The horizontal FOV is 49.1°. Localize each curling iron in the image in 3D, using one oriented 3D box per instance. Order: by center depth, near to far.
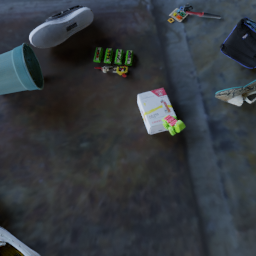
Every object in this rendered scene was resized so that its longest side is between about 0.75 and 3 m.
[{"bbox_3d":[3.261,-5.114,12.385,1.754,0.224,0.435,16,108,2],"label":"curling iron"}]

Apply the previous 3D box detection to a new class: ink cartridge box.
[{"bbox_3d":[1.027,-0.607,9.973,1.027,0.590,1.414,-15,64,-7],"label":"ink cartridge box"}]

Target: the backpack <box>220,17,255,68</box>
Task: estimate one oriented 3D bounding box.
[{"bbox_3d":[4.701,-3.286,10.828,1.651,1.511,1.213,38,52,6],"label":"backpack"}]

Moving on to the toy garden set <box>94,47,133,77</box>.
[{"bbox_3d":[-0.616,-2.693,11.182,1.553,0.310,1.295,6,63,3],"label":"toy garden set"}]

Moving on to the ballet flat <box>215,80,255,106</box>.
[{"bbox_3d":[4.269,-1.245,10.298,2.072,0.703,0.780,-18,78,-12],"label":"ballet flat"}]

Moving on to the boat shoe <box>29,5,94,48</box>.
[{"bbox_3d":[-2.862,-4.343,11.677,2.936,1.027,0.973,-36,57,-16],"label":"boat shoe"}]

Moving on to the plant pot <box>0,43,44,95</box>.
[{"bbox_3d":[-4.216,-2.011,10.168,1.704,1.739,1.739,-15,64,0],"label":"plant pot"}]

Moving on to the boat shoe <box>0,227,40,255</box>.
[{"bbox_3d":[-3.616,3.309,7.643,2.638,1.125,0.975,23,64,18],"label":"boat shoe"}]

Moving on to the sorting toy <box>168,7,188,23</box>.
[{"bbox_3d":[2.254,-5.059,12.461,0.654,0.158,1.161,37,69,17],"label":"sorting toy"}]

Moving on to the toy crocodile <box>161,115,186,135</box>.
[{"bbox_3d":[1.350,-0.158,8.538,0.465,1.378,0.426,-33,111,0],"label":"toy crocodile"}]
